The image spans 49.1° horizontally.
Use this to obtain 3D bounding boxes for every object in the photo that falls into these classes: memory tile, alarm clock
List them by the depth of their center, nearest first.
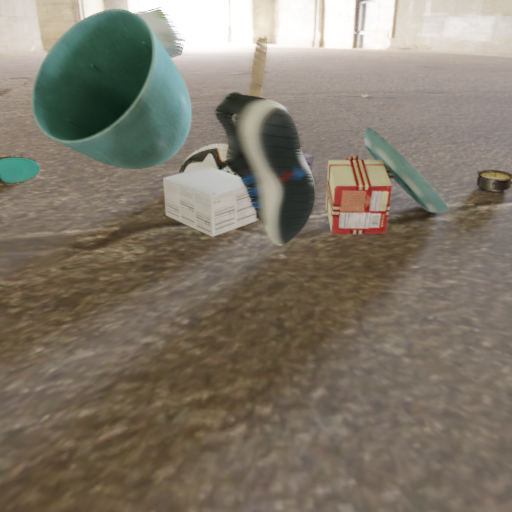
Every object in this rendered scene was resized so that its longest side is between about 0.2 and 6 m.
[{"bbox_3d":[-0.042,-2.980,10.514,0.223,2.039,2.660,7,25,-3],"label":"memory tile"},{"bbox_3d":[6.404,-2.068,15.227,0.889,0.439,1.318,-5,29,-8],"label":"alarm clock"}]

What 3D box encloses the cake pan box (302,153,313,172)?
[{"bbox_3d":[0.224,-2.768,16.520,2.008,0.570,2.181,-19,32,-38],"label":"cake pan box"}]

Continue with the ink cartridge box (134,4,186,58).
[{"bbox_3d":[-2.367,-4.676,12.019,1.367,1.002,0.568,-26,-6,-23],"label":"ink cartridge box"}]

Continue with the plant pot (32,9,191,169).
[{"bbox_3d":[-2.431,-2.830,10.525,2.611,2.611,2.095,16,-9,28],"label":"plant pot"}]

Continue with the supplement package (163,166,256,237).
[{"bbox_3d":[-1.076,-1.323,13.093,1.379,0.982,1.771,-23,35,-38],"label":"supplement package"}]

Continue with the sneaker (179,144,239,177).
[{"bbox_3d":[-0.411,-2.132,14.521,3.337,1.230,1.335,-1,37,8],"label":"sneaker"}]

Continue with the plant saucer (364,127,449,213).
[{"bbox_3d":[3.489,-1.977,13.404,0.379,2.768,2.768,-43,25,12],"label":"plant saucer"}]

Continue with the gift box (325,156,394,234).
[{"bbox_3d":[2.384,-1.338,12.748,1.566,1.445,1.462,3,35,-2],"label":"gift box"}]

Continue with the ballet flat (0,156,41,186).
[{"bbox_3d":[-7.182,-2.259,15.333,2.338,0.793,0.880,-23,23,-32],"label":"ballet flat"}]

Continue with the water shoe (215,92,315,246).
[{"bbox_3d":[0.160,-1.236,7.992,0.922,2.579,1.018,-40,55,-20],"label":"water shoe"}]
